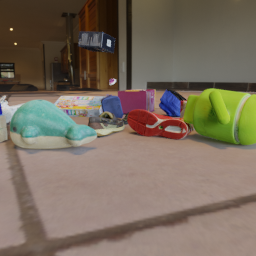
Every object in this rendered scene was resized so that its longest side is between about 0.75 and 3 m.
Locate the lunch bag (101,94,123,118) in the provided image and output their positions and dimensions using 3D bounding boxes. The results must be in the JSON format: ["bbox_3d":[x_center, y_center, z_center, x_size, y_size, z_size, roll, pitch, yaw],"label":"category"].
[{"bbox_3d":[-0.799,-0.973,13.261,0.870,1.281,0.848,-14,10,-11],"label":"lunch bag"}]

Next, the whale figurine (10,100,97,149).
[{"bbox_3d":[-2.185,-0.111,8.086,2.595,1.346,2.064,6,12,30],"label":"whale figurine"}]

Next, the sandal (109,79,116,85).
[{"bbox_3d":[-0.820,-2.431,14.435,0.381,0.230,0.936,-20,22,5],"label":"sandal"}]

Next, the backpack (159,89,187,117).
[{"bbox_3d":[2.534,-1.218,14.984,1.488,1.249,1.210,40,25,19],"label":"backpack"}]

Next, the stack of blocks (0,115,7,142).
[{"bbox_3d":[-4.885,0.204,7.690,1.676,0.852,2.910,1,10,7],"label":"stack of blocks"}]

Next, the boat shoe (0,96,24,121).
[{"bbox_3d":[-5.863,-0.907,13.090,2.844,1.213,1.051,-9,14,-44],"label":"boat shoe"}]

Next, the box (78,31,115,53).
[{"bbox_3d":[-1.587,-4.390,14.348,1.351,0.772,1.484,8,7,20],"label":"box"}]

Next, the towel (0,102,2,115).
[{"bbox_3d":[-4.768,-0.464,9.234,1.236,1.674,0.415,0,18,5],"label":"towel"}]

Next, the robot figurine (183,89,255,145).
[{"bbox_3d":[3.111,-0.363,8.685,2.681,1.551,2.352,16,4,40],"label":"robot figurine"}]

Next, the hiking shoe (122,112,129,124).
[{"bbox_3d":[-0.052,-0.449,12.512,0.385,0.512,1.017,7,12,36],"label":"hiking shoe"}]

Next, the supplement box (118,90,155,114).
[{"bbox_3d":[0.558,-1.582,16.582,1.728,1.363,2.640,3,10,15],"label":"supplement box"}]

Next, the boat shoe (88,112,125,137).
[{"bbox_3d":[-0.737,-0.222,10.405,0.878,0.777,2.398,3,10,18],"label":"boat shoe"}]

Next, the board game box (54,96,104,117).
[{"bbox_3d":[-2.693,-1.222,15.543,2.719,0.465,1.828,1,28,7],"label":"board game box"}]

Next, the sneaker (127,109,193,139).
[{"bbox_3d":[1.199,-0.090,10.075,2.310,0.905,1.334,20,10,29],"label":"sneaker"}]

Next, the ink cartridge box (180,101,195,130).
[{"bbox_3d":[2.884,-0.552,11.492,1.047,1.051,1.447,-2,10,-12],"label":"ink cartridge box"}]

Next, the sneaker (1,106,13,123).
[{"bbox_3d":[-6.050,-0.471,11.614,0.886,0.878,2.444,10,10,35],"label":"sneaker"}]
